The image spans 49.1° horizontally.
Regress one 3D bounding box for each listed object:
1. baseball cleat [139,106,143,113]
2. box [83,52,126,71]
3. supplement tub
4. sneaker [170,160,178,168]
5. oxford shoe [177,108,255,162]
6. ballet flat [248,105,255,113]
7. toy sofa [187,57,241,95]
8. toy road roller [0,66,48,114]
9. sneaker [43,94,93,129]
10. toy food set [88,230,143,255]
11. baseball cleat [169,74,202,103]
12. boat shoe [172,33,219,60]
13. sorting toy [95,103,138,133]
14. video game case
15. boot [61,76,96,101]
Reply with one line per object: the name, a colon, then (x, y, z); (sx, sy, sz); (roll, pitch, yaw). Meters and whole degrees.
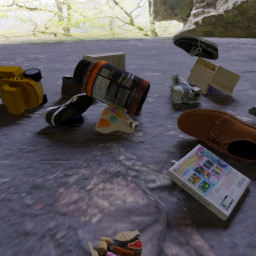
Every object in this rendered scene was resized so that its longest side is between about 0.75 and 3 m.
baseball cleat: (0.257, -0.828, 10.967); (0.561, 0.368, 1.055); (-1, 31, -17)
box: (-1.337, -3.547, 16.096); (2.199, 1.406, 1.198); (-17, 28, -35)
supplement tub: (-0.621, -1.539, 10.030); (2.619, 1.401, 1.401); (27, 28, 8)
sneaker: (1.396, 1.025, 6.383); (0.552, 0.361, 0.960); (-9, 29, -23)
oxford shoe: (2.537, 0.180, 7.642); (2.896, 1.033, 1.032); (17, 35, 34)
ballet flat: (5.244, -0.741, 10.535); (1.335, 0.496, 0.496); (12, 25, 27)
toy sofa: (4.195, -2.495, 14.138); (1.241, 1.463, 2.998); (21, 18, -15)
toy road roller: (-4.496, -1.440, 11.007); (2.400, 1.475, 1.752); (7, 35, 15)
sneaker: (-1.735, -0.508, 9.714); (1.183, 0.773, 2.115); (21, 38, 35)
toy food set: (-0.152, 1.936, 4.462); (0.915, 0.144, 0.582); (-1, 21, -24)
baseball cleat: (2.551, -1.690, 12.528); (1.381, 0.905, 2.594); (8, 33, 4)
boat shoe: (2.340, -2.732, 9.659); (1.728, 0.638, 0.590); (14, 59, -20)
sorting toy: (-0.266, -0.236, 9.306); (1.171, 0.695, 1.300); (23, 26, 5)
video game case: (1.738, 1.050, 5.907); (1.375, 0.179, 1.511); (37, 38, 22)
boot: (-2.129, -1.701, 12.212); (1.942, 0.941, 0.726); (9, 24, 21)
